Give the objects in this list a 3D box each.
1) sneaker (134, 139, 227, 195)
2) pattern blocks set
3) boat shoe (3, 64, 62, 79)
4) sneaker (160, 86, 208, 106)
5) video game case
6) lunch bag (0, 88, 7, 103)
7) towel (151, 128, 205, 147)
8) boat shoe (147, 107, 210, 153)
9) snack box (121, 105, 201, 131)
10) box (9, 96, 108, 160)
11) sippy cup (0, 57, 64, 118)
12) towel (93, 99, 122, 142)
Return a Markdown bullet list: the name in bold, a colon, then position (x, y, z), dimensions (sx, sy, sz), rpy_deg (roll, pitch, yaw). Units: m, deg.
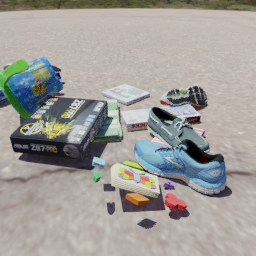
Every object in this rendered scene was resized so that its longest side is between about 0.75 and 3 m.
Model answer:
- **sneaker**: position (1.427, 0.731, 7.766), dimensions (2.737, 1.231, 1.073), rpy_deg (16, 33, 28)
- **pattern blocks set**: position (0.199, 1.297, 6.985), dimensions (2.267, 0.184, 1.993), rpy_deg (15, 16, -18)
- **boat shoe**: position (-4.803, -2.793, 14.371), dimensions (2.882, 1.076, 1.337), rpy_deg (18, 35, 12)
- **sneaker**: position (2.347, -1.281, 11.873), dimensions (2.244, 0.864, 0.953), rpy_deg (0, -9, -25)
- **video game case**: position (-0.100, -1.585, 13.011), dimensions (1.544, 0.201, 1.696), rpy_deg (-25, 37, -38)
- **lunch bag**: position (-5.786, -1.708, 12.601), dimensions (1.564, 0.802, 1.945), rpy_deg (16, 33, 30)
- **towel**: position (1.668, 0.388, 9.438), dimensions (1.336, 0.273, 1.826), rpy_deg (15, 32, 30)
- **boat shoe**: position (1.512, 0.040, 8.927), dimensions (0.966, 0.820, 2.653), rpy_deg (-18, 31, -27)
- **snack box**: position (1.244, -0.430, 10.767), dimensions (2.896, 0.352, 1.041), rpy_deg (-7, 30, -12)
- **box**: position (-2.125, -0.120, 9.347), dimensions (2.297, 0.700, 2.850), rpy_deg (7, 32, 11)
- **sippy cup**: position (-3.633, -1.682, 10.752), dimensions (1.913, 2.050, 2.611), rpy_deg (-31, 22, -6)
- **towel**: position (-1.403, -0.326, 10.639), dimensions (2.245, 0.344, 2.943), rpy_deg (-3, 31, -3)
